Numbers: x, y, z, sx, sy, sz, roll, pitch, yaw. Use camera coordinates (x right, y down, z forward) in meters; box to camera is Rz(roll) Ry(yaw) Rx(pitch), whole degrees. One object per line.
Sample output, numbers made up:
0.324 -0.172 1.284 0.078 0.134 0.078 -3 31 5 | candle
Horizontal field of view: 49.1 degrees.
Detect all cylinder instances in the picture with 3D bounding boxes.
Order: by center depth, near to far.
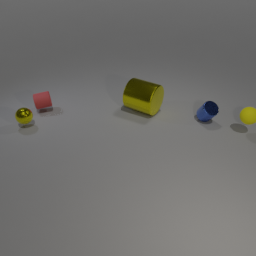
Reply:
3.375 -0.697 11.894 0.700 0.700 0.700 5 68 -12 | cylinder
0.698 -1.416 12.580 1.400 1.400 1.400 20 37 25 | cylinder
-3.861 -1.257 12.672 0.700 0.700 0.700 -14 34 -10 | cylinder

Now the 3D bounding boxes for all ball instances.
4.742 -0.479 10.956 0.700 0.700 0.700 0 32 0 | ball
-4.291 -0.499 11.561 0.700 0.700 0.700 0 32 0 | ball
